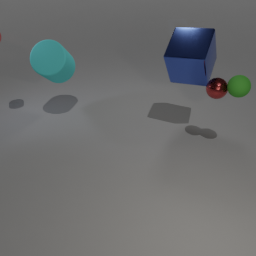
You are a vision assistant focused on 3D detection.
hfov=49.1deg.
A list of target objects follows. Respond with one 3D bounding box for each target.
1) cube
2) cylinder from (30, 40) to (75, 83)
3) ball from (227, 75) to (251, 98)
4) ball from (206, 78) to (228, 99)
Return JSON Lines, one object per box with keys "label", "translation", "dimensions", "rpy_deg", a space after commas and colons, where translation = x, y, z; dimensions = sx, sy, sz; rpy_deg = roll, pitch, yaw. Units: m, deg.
{"label": "cube", "translation": [2.219, -2.492, 9.815], "dimensions": [1.400, 1.400, 1.400], "rpy_deg": [11, 65, 25]}
{"label": "cylinder", "translation": [-2.950, -2.601, 11.133], "dimensions": [1.400, 1.400, 1.400], "rpy_deg": [3, -2, 5]}
{"label": "ball", "translation": [3.461, -1.300, 8.734], "dimensions": [0.700, 0.700, 0.700], "rpy_deg": [0, 31, 0]}
{"label": "ball", "translation": [2.905, -1.294, 9.149], "dimensions": [0.700, 0.700, 0.700], "rpy_deg": [0, 31, 0]}
